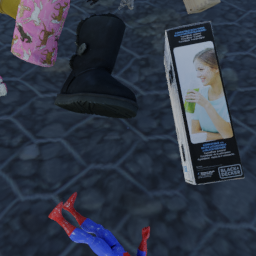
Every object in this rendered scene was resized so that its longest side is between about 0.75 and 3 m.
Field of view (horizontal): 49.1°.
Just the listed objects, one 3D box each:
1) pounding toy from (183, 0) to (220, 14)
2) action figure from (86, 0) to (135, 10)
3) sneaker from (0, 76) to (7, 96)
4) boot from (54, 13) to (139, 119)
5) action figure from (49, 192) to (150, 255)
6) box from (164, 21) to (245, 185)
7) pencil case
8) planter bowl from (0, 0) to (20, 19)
[{"bbox_3d":[1.396,-3.304,6.240,0.617,1.350,1.186,-15,13,39],"label":"pounding toy"},{"bbox_3d":[-0.157,-3.710,6.743,2.697,1.603,1.376,0,51,38],"label":"action figure"},{"bbox_3d":[-3.435,-1.271,5.353,0.882,2.390,1.045,18,59,39],"label":"sneaker"},{"bbox_3d":[-0.404,-1.050,4.445,1.982,0.757,1.665,9,81,53],"label":"boot"},{"bbox_3d":[-0.078,1.456,3.625,1.831,0.597,0.906,43,109,9],"label":"action figure"},{"bbox_3d":[1.254,-0.343,5.088,0.779,1.511,2.591,-9,82,5],"label":"box"},{"bbox_3d":[-1.586,-2.290,5.420,0.937,2.167,0.897,23,23,-6],"label":"pencil case"},{"bbox_3d":[-2.028,-2.996,6.238,2.312,2.312,0.963,-34,97,-21],"label":"planter bowl"}]
